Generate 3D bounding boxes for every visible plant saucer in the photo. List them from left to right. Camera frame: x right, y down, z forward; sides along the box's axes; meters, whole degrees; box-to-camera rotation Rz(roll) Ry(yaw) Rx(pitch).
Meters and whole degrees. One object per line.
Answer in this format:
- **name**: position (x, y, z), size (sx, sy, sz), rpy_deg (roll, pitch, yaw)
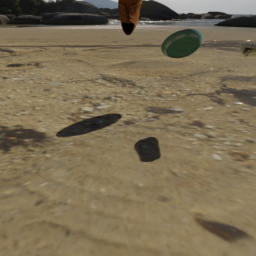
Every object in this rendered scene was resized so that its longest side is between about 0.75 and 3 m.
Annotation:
- **plant saucer**: position (1.888, -2.838, 9.686), size (1.473, 1.473, 0.202), rpy_deg (-6, 68, -12)

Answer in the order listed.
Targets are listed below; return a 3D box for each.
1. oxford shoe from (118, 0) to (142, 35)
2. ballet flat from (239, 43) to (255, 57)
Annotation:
- **oxford shoe**: position (0.046, -3.173, 7.322), size (0.681, 0.680, 1.909), rpy_deg (5, -19, 7)
- **ballet flat**: position (3.611, -2.279, 8.248), size (0.439, 0.439, 1.225), rpy_deg (-6, 13, -14)
